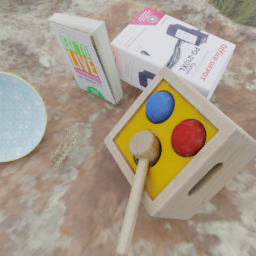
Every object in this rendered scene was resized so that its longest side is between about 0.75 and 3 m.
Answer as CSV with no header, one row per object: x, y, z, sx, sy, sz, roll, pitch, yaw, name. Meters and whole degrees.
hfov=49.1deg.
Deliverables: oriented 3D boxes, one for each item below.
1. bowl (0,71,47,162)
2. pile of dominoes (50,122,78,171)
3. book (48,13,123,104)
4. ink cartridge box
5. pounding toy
-2.988,-0.306,6.630,2.038,2.038,1.097,-18,15,-14,bowl
-1.470,0.406,6.362,0.159,0.997,0.777,27,28,-25,pile of dominoes
-0.992,-1.698,7.031,1.474,2.207,0.530,26,63,30,book
1.131,-1.778,7.321,2.665,1.124,1.929,29,59,13,ink cartridge box
0.681,0.549,5.208,2.565,1.823,2.361,-50,48,15,pounding toy
